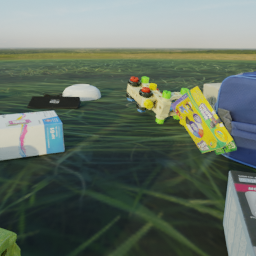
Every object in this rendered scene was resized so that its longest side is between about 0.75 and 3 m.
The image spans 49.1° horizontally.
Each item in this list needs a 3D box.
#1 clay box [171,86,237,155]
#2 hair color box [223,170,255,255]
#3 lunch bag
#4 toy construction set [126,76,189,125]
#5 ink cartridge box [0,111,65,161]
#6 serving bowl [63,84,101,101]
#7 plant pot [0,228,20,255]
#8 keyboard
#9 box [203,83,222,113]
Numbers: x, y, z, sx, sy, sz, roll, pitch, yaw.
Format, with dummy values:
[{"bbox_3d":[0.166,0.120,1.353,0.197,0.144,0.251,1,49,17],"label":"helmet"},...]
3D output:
[{"bbox_3d":[1.540,-0.050,5.792,0.350,1.471,0.845,-30,-5,-17],"label":"clay box"},{"bbox_3d":[1.740,1.431,2.344,1.467,0.899,2.964,4,18,11],"label":"hair color box"},{"bbox_3d":[3.157,-0.180,5.807,1.907,1.958,2.882,-15,22,-40],"label":"lunch bag"},{"bbox_3d":[1.031,-1.038,9.622,1.904,1.338,2.903,-3,17,-24],"label":"toy construction set"},{"bbox_3d":[-2.583,0.150,6.776,1.827,0.773,1.321,-8,19,-21],"label":"ink cartridge box"},{"bbox_3d":[-2.201,-1.731,13.291,1.829,0.602,1.829,0,18,0],"label":"serving bowl"},{"bbox_3d":[-1.809,1.214,1.916,1.756,1.910,1.910,10,17,-3],"label":"plant pot"},{"bbox_3d":[-2.975,-1.005,11.586,2.108,0.418,1.097,2,40,3],"label":"keyboard"},{"bbox_3d":[4.323,-1.210,10.837,2.596,1.009,1.232,-5,18,-17],"label":"box"}]
